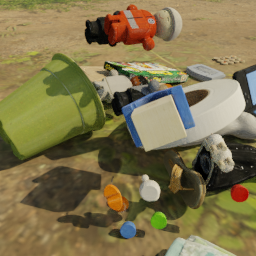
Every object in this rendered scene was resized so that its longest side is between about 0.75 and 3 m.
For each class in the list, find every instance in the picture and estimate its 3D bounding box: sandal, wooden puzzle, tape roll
[{"bbox_3d":[0.982,0.982,5.553,0.456,0.678,1.687,4,25,-18],"label":"sandal"},{"bbox_3d":[-0.411,-1.506,9.242,2.398,0.599,2.589,-7,27,-34],"label":"wooden puzzle"},{"bbox_3d":[1.319,-0.401,6.741,2.810,0.513,2.810,-23,17,7],"label":"tape roll"}]

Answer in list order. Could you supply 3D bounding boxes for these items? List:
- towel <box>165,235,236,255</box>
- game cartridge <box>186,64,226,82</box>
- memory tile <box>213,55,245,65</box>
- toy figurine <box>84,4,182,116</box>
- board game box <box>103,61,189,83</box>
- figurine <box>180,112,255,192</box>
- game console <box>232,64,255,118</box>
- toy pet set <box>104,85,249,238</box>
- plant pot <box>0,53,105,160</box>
[{"bbox_3d":[1.101,2.678,2.939,2.431,0.684,2.840,19,37,28],"label":"towel"},{"bbox_3d":[2.924,-2.109,10.757,0.893,0.278,1.341,-23,39,-25],"label":"game cartridge"},{"bbox_3d":[4.401,-2.973,12.220,1.155,0.097,0.885,-10,34,-15],"label":"memory tile"},{"bbox_3d":[0.137,-1.557,6.566,1.675,2.370,2.407,-13,18,-21],"label":"toy figurine"},{"bbox_3d":[0.711,-1.930,9.684,1.515,0.339,2.891,34,30,34],"label":"board game box"},{"bbox_3d":[2.466,0.334,6.455,2.397,1.058,2.457,1,32,-13],"label":"figurine"},{"bbox_3d":[4.370,-1.010,8.163,2.213,1.946,1.288,-22,11,-31],"label":"game console"},{"bbox_3d":[0.605,0.470,4.929,2.194,2.048,1.165,-21,10,11],"label":"toy pet set"},{"bbox_3d":[-2.018,-0.339,6.667,2.062,2.171,2.171,-36,46,-25],"label":"plant pot"}]
